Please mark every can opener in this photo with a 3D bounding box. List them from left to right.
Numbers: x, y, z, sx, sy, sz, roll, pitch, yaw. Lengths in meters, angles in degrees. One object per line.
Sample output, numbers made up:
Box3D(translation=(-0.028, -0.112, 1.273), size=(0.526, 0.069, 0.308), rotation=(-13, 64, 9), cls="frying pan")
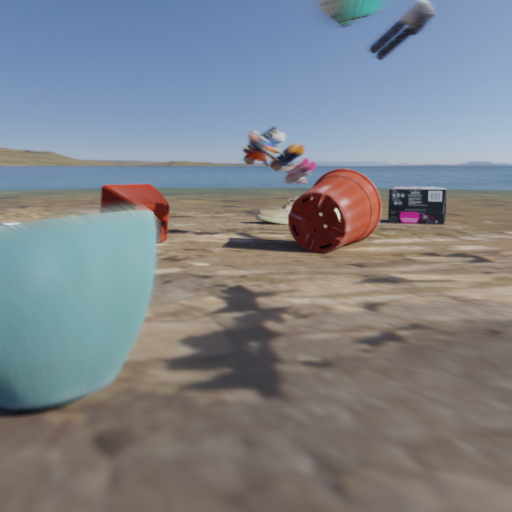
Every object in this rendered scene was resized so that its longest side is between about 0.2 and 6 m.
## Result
Box3D(translation=(2.857, -4.419, 11.115), size=(1.546, 0.412, 0.517), rotation=(-33, 22, 50), cls="can opener")

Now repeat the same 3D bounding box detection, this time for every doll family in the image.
Box3D(translation=(0.483, -2.220, 12.339), size=(1.705, 0.768, 1.058), rotation=(23, -27, -23), cls="doll family")

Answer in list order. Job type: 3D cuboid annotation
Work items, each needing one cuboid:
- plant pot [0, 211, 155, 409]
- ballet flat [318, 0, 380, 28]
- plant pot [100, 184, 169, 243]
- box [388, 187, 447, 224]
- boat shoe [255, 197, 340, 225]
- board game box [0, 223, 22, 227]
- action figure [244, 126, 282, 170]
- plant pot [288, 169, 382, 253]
Box3D(translation=(-1.448, 0.368, 3.812), size=(1.661, 1.119, 1.661), rotation=(-8, 3, 0), cls="plant pot")
Box3D(translation=(1.101, -3.168, 6.936), size=(0.609, 0.548, 1.617), rotation=(22, 32, 13), cls="ballet flat")
Box3D(translation=(-2.500, -0.804, 11.906), size=(1.227, 1.226, 1.082), rotation=(-9, 24, -43), cls="plant pot")
Box3D(translation=(4.677, -1.490, 16.334), size=(1.592, 1.052, 0.913), rotation=(2, 9, 14), cls="box")
Box3D(translation=(1.190, -1.320, 16.092), size=(2.430, 0.789, 0.876), rotation=(0, 9, 2), cls="boat shoe")
Box3D(translation=(-4.506, -0.211, 9.590), size=(1.233, 0.597, 0.983), rotation=(-8, 12, -41), cls="board game box")
Box3D(translation=(0.173, -2.073, 10.358), size=(0.715, 0.739, 0.386), rotation=(43, 5, -9), cls="action figure")
Box3D(translation=(1.464, -0.801, 10.927), size=(1.590, 1.590, 1.547), rotation=(5, 18, 27), cls="plant pot")
